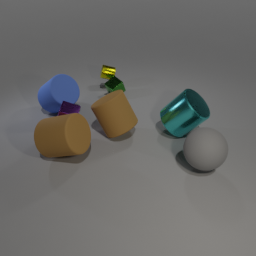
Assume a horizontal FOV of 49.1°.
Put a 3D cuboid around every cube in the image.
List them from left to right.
[{"bbox_3d":[-2.263,-0.482,10.587,0.700,0.700,0.700,17,39,-12],"label":"cube"},{"bbox_3d":[-0.651,-2.071,14.190,0.700,0.700,0.700,-42,58,-12],"label":"cube"}]

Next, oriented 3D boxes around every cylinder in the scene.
[{"bbox_3d":[-3.066,-1.493,12.350,1.400,1.400,1.400,-30,8,-39],"label":"cylinder"},{"bbox_3d":[-2.228,0.269,9.637,1.400,1.400,1.400,-8,26,27],"label":"cylinder"},{"bbox_3d":[-1.064,-2.921,14.765,0.700,0.700,0.700,10,29,-13],"label":"cylinder"},{"bbox_3d":[-0.522,-0.559,10.958,1.400,1.400,1.400,-26,18,9],"label":"cylinder"},{"bbox_3d":[2.207,-0.576,10.911,1.400,1.400,1.400,27,42,-27],"label":"cylinder"}]

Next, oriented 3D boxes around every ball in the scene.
[{"bbox_3d":[2.487,0.672,9.010,1.400,1.400,1.400,0,31,0],"label":"ball"}]
